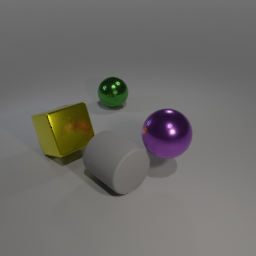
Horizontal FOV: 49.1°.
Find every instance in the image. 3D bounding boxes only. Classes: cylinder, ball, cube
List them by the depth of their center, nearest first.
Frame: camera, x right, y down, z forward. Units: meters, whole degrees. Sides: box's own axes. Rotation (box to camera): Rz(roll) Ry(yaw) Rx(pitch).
[{"bbox_3d":[1.072,0.159,7.754,1.400,1.400,1.400,0,29,0],"label":"ball"},{"bbox_3d":[-0.332,0.949,8.030,1.400,1.400,1.400,-24,37,-37],"label":"cylinder"},{"bbox_3d":[-2.123,0.032,9.283,1.400,1.400,1.400,-23,13,-36],"label":"cube"},{"bbox_3d":[-0.680,-1.619,12.741,1.400,1.400,1.400,0,29,0],"label":"ball"}]
